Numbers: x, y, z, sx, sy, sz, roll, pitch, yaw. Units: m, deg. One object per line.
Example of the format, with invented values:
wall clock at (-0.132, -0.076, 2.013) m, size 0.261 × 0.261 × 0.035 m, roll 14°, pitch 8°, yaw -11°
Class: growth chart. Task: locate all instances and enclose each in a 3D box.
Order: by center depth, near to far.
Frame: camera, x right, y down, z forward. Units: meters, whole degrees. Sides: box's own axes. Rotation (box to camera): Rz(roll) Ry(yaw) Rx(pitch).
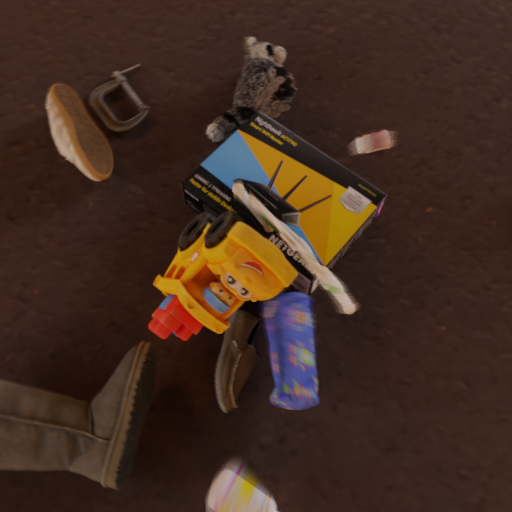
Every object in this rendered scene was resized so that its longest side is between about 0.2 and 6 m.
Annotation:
growth chart at (0.607, -0.124, 8.836) m, size 0.237 × 1.930 × 2.667 m, roll -43°, pitch 52°, yaw 0°

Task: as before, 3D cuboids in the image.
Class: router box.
router box at (0.512, -1.121, 11.068) m, size 3.248 × 0.829 × 2.422 m, roll 37°, pitch 69°, yaw 16°

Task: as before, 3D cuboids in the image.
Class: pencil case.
pencil case at (0.563, 1.553, 9.465) m, size 0.786 × 0.875 × 2.015 m, roll -25°, pitch 56°, yaw 35°

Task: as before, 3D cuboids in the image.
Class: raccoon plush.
raccoon plush at (-0.329, -3.790, 12.273) m, size 2.481 × 1.201 × 1.663 m, roll -27°, pitch 59°, yaw -12°

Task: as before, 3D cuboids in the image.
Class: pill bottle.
pill bottle at (-0.132, 3.825, 8.508) m, size 1.154 × 0.602 × 0.602 m, roll 37°, pitch 68°, yaw -4°
pill bottle at (2.154, -2.093, 10.349) m, size 0.581 × 0.332 × 0.332 m, roll -12°, pitch 64°, yaw 3°

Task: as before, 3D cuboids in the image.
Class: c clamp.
c clamp at (-2.965, -3.542, 12.594) m, size 1.444 × 0.229 × 1.691 m, roll -27°, pitch 67°, yaw -12°

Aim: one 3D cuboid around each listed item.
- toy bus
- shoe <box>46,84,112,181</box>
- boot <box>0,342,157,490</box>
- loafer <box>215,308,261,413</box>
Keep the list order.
toy bus at (-0.781, 0.539, 9.391) m, size 1.602 × 2.361 × 2.267 m, roll 44°, pitch 72°, yaw -21°
shoe at (-3.806, -2.514, 11.906) m, size 0.682 × 0.893 × 2.555 m, roll -42°, pitch 66°, yaw 30°
boot at (-3.292, 2.423, 9.335) m, size 2.844 × 1.032 × 2.586 m, roll 10°, pitch 67°, yaw 12°
loafer at (-0.288, 1.781, 9.737) m, size 0.652 × 0.704 × 1.871 m, roll 5°, pitch 64°, yaw 7°
